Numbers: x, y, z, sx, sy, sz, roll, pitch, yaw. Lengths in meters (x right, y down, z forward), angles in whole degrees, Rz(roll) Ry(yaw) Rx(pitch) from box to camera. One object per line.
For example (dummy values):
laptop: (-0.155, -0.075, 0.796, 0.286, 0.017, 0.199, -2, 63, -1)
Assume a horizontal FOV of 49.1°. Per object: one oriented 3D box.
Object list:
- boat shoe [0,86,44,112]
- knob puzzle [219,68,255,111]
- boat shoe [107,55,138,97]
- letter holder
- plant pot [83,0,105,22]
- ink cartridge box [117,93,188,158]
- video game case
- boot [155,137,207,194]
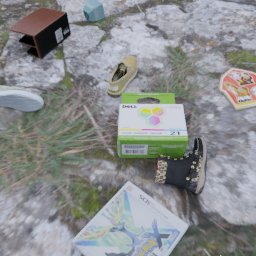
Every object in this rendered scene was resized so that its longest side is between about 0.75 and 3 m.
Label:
boat shoe: (-3.823, -1.092, 9.359, 2.209, 0.795, 0.685, 7, 49, 10)
knob puzzle: (4.231, -1.572, 10.058, 2.234, 0.310, 2.234, 0, 50, 0)
boat shoe: (-0.146, -2.076, 10.143, 0.771, 0.820, 2.153, 12, 51, 10)
letter holder: (-3.641, -4.028, 11.671, 1.469, 1.040, 2.067, 21, 53, 19)
plant pot: (-1.639, -5.410, 13.047, 0.775, 0.761, 0.759, -40, 60, -18)
ink cartridge box: (0.669, -0.423, 8.560, 1.920, 0.984, 2.598, 0, 54, 0)
video game case: (0.076, 2.526, 6.648, 1.909, 0.230, 2.094, 32, 57, 24)
boot: (1.477, 0.918, 7.774, 1.307, 0.635, 1.736, 9, 56, 6)
